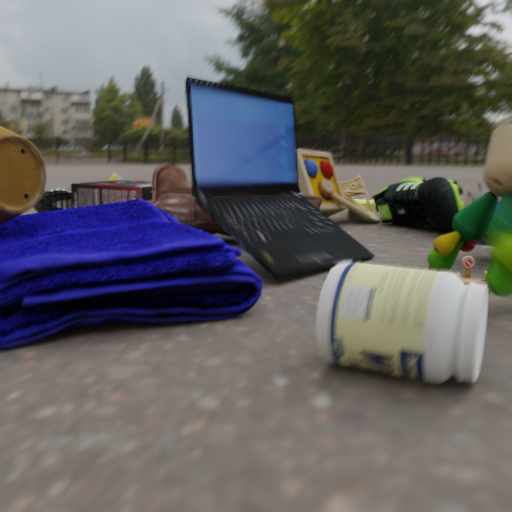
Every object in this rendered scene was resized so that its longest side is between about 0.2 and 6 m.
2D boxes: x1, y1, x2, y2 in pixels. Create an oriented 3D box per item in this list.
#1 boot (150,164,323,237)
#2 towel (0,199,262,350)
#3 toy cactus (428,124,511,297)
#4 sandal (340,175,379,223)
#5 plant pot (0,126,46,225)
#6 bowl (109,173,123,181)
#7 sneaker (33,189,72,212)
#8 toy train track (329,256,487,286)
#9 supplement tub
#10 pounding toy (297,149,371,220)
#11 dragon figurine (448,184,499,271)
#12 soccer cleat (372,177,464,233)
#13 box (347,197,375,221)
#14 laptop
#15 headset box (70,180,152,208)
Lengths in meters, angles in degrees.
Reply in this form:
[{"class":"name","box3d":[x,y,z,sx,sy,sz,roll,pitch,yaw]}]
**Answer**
[{"class":"boot","box3d":[-0.404,-1.039,10.787,3.333,1.071,3.107,-2,30,6]},{"class":"towel","box3d":[-1.997,-0.064,6.730,2.885,0.968,3.906,-4,12,-25]},{"class":"toy cactus","box3d":[2.671,-0.456,5.685,1.128,1.820,2.206,13,-18,-12]},{"class":"sandal","box3d":[2.078,-1.586,12.684,2.053,0.675,0.753,38,22,22]},{"class":"plant pot","box3d":[-3.473,-0.940,6.600,1.875,1.748,1.748,5,12,28]},{"class":"bowl","box3d":[-3.857,-1.779,16.011,0.589,1.095,1.095,-44,13,3]},{"class":"sneaker","box3d":[-4.605,-1.229,13.374,1.005,0.738,2.222,2,8,25]},{"class":"toy train track","box3d":[2.013,0.188,7.108,2.142,0.348,1.229,2,11,14]},{"class":"supplement tub","box3d":[1.118,0.501,4.283,1.140,0.827,0.827,6,13,27]},{"class":"pounding toy","box3d":[1.365,-1.375,12.084,1.221,1.718,1.582,-23,-10,38]},{"class":"dragon figurine","box3d":[3.702,-0.379,8.176,1.422,0.842,2.859,22,25,24]},{"class":"soccer cleat","box3d":[3.345,-1.016,11.743,1.389,1.157,3.427,-17,10,2]},{"class":"box","box3d":[2.599,-1.175,13.777,0.610,0.406,1.622,3,12,12]},{"class":"laptop","box3d":[0.419,-1.165,8.113,2.429,1.415,2.741,-9,44,-48]},{"class":"headset box","box3d":[-2.810,-1.269,13.006,2.344,0.879,1.742,6,13,29]}]
